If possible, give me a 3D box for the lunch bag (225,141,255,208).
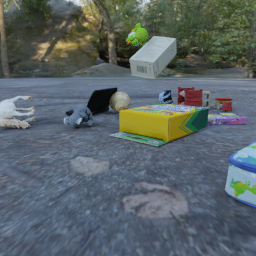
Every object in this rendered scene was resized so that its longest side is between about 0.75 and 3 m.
[{"bbox_3d":[2.682,0.726,4.550,1.957,0.807,1.573,-13,21,-41],"label":"lunch bag"}]

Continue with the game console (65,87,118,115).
[{"bbox_3d":[-1.566,-1.176,12.164,1.650,1.092,1.877,5,13,29],"label":"game console"}]

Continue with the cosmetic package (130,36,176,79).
[{"bbox_3d":[0.810,-2.209,8.661,0.834,0.589,1.611,16,46,28],"label":"cosmetic package"}]

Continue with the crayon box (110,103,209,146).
[{"bbox_3d":[1.053,-0.227,8.814,1.828,0.750,2.907,11,17,39],"label":"crayon box"}]

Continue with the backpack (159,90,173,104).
[{"bbox_3d":[1.917,-1.532,14.695,0.582,0.790,0.866,-1,21,38],"label":"backpack"}]

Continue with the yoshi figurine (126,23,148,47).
[{"bbox_3d":[0.380,-2.985,9.089,0.741,0.738,1.318,22,25,-4],"label":"yoshi figurine"}]

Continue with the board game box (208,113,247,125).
[{"bbox_3d":[3.267,-0.354,10.515,1.936,0.313,1.162,-1,9,-4],"label":"board game box"}]

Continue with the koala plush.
[{"bbox_3d":[-1.707,-0.330,9.497,0.777,0.805,0.876,6,26,26],"label":"koala plush"}]

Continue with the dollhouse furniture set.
[{"bbox_3d":[3.696,-1.337,12.999,2.623,1.067,1.412,-1,13,-5],"label":"dollhouse furniture set"}]

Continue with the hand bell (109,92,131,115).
[{"bbox_3d":[-0.249,-0.778,11.643,0.956,0.956,1.836,-2,24,-7],"label":"hand bell"}]

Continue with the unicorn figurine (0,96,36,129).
[{"bbox_3d":[-4.245,-0.614,10.129,1.660,0.893,2.418,-9,18,-18],"label":"unicorn figurine"}]
